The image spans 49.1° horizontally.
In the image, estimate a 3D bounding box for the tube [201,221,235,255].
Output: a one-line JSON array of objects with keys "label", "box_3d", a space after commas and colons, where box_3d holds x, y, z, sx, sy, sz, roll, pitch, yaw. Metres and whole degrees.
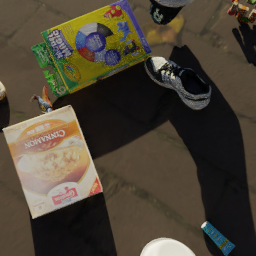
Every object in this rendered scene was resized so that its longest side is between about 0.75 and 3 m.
[{"label": "tube", "box_3d": [1.951, 2.393, 6.113, 0.298, 0.194, 0.769, -45, 81, 0]}]

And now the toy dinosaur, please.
[{"label": "toy dinosaur", "box_3d": [-1.934, -0.431, 6.908, 1.010, 0.584, 1.113, 40, 63, -12]}]

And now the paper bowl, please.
[{"label": "paper bowl", "box_3d": [0.817, 2.691, 5.400, 1.216, 0.632, 1.216, 11, 32, -7]}]

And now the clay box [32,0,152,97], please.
[{"label": "clay box", "box_3d": [-0.946, -2.008, 7.152, 2.704, 0.644, 1.554, -26, 90, -10]}]

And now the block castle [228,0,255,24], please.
[{"label": "block castle", "box_3d": [3.421, -3.356, 7.908, 1.067, 0.501, 0.713, 21, 69, 5]}]

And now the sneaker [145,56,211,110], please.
[{"label": "sneaker", "box_3d": [1.278, -1.319, 7.012, 1.974, 0.865, 0.746, 38, 77, 13]}]

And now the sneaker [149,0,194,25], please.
[{"label": "sneaker", "box_3d": [0.956, -2.986, 6.756, 0.966, 1.479, 2.644, 39, 46, -2]}]

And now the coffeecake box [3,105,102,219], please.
[{"label": "coffeecake box", "box_3d": [-1.610, 0.727, 6.187, 1.526, 0.727, 1.989, -21, 84, -7]}]

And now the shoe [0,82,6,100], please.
[{"label": "shoe", "box_3d": [-4.012, -1.313, 7.178, 1.976, 0.527, 0.691, 31, 74, 10]}]
